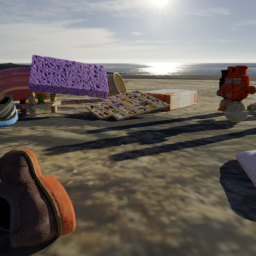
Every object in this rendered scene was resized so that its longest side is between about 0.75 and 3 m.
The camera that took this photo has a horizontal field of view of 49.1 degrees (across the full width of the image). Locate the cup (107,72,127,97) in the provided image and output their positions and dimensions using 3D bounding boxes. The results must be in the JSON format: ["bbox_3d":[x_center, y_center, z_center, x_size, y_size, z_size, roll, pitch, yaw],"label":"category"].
[{"bbox_3d":[-0.772,-2.023,14.221,0.953,1.332,1.332,-20,6,21],"label":"cup"}]

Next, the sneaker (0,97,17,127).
[{"bbox_3d":[-4.171,-0.432,7.544,0.852,0.996,2.403,8,15,36],"label":"sneaker"}]

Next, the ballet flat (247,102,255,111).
[{"bbox_3d":[5.109,-0.841,10.434,1.431,0.515,0.515,10,17,38],"label":"ballet flat"}]

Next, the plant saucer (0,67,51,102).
[{"bbox_3d":[-4.144,-1.567,11.318,2.723,0.690,2.723,-7,-12,-2],"label":"plant saucer"}]

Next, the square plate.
[{"bbox_3d":[2.884,0.704,4.280,1.978,0.281,1.959,2,13,8],"label":"square plate"}]

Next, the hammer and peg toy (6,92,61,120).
[{"bbox_3d":[-3.607,-0.817,9.769,1.538,0.737,2.091,7,15,27],"label":"hammer and peg toy"}]

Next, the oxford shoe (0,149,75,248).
[{"bbox_3d":[-1.366,0.729,3.353,0.699,0.686,1.928,-16,20,-34],"label":"oxford shoe"}]

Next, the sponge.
[{"bbox_3d":[-2.141,-1.871,10.273,2.777,0.414,1.549,4,51,-19],"label":"sponge"}]

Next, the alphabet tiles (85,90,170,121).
[{"bbox_3d":[-0.138,-0.837,10.042,2.525,0.095,2.111,-16,29,-28],"label":"alphabet tiles"}]

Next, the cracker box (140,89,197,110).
[{"bbox_3d":[1.724,-1.236,11.786,1.488,0.641,2.222,11,18,39],"label":"cracker box"}]

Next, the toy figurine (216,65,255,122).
[{"bbox_3d":[4.206,-1.080,9.117,2.530,1.760,2.490,0,7,8],"label":"toy figurine"}]
